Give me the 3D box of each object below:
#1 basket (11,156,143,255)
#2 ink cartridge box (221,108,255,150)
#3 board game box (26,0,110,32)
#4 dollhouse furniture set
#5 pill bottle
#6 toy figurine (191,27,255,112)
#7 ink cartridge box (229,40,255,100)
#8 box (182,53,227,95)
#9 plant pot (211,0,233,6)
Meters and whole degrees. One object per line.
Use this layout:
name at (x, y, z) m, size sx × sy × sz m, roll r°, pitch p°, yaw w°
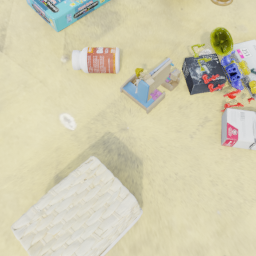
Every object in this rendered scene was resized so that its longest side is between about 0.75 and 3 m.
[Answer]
basket at (-1.241, 2.442, 7.388) m, size 2.924 × 1.804 × 1.982 m, roll -42°, pitch 70°, yaw -17°
ink cartridge box at (3.942, 0.074, 9.174) m, size 1.580 × 0.659 × 1.147 m, roll 8°, pitch 64°, yaw 4°
board game box at (-2.521, -5.642, 11.935) m, size 2.962 × 0.695 × 2.236 m, roll -39°, pitch 70°, yaw -17°
dollhouse furniture set at (0.746, -1.850, 9.317) m, size 1.362 × 2.088 × 1.971 m, roll 40°, pitch 71°, yaw 17°
pill bottle at (-1.152, -2.475, 10.256) m, size 1.674 × 0.939 × 0.939 m, roll 1°, pitch 64°, yaw 0°
toy figurine at (3.398, -2.066, 9.881) m, size 1.430 × 1.624 × 2.711 m, roll -28°, pitch 95°, yaw 24°
ink cartridge box at (5.136, -2.300, 10.432) m, size 2.015 × 0.506 × 2.322 m, roll -15°, pitch 65°, yaw -6°
box at (2.729, -1.945, 10.131) m, size 1.213 × 0.724 × 1.233 m, roll -10°, pitch 66°, yaw -4°
plant pot at (4.130, -5.782, 12.322) m, size 1.051 × 0.144 × 1.051 m, roll 0°, pitch 64°, yaw -1°
